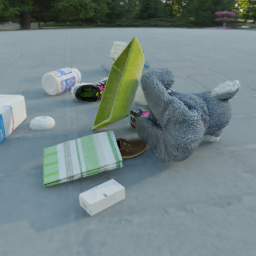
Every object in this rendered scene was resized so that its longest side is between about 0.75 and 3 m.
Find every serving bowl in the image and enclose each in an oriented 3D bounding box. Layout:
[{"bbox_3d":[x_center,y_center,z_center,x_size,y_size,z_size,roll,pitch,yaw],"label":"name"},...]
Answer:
[{"bbox_3d":[-3.320,-0.239,10.832,0.950,0.313,0.950,-1,25,0],"label":"serving bowl"}]

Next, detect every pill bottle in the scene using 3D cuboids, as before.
[{"bbox_3d":[-3.423,-2.531,14.776,1.149,1.149,2.050,13,27,25],"label":"pill bottle"}]

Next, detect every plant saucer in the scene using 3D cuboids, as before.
[{"bbox_3d":[-0.288,-1.287,9.649,0.671,2.802,2.798,20,-11,-15],"label":"plant saucer"}]

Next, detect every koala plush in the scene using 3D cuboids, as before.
[{"bbox_3d":[2.104,-0.368,8.872,2.910,2.580,2.674,-11,39,-23],"label":"koala plush"}]

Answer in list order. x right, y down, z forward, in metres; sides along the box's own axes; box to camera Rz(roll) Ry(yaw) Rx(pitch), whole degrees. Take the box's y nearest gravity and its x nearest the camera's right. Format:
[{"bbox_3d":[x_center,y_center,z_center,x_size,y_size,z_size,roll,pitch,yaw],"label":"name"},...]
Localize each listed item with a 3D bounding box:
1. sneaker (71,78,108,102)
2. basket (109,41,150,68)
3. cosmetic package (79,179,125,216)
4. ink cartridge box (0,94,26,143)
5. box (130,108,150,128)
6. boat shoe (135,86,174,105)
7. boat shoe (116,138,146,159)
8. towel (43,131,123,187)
[{"bbox_3d":[-1.417,-1.751,13.401,2.553,0.942,1.117,-8,27,-8],"label":"sneaker"},{"bbox_3d":[0.060,-4.817,19.185,2.304,1.818,2.613,17,4,31],"label":"basket"},{"bbox_3d":[-0.609,1.642,6.722,1.000,0.370,0.509,-21,32,-35],"label":"cosmetic package"},{"bbox_3d":[-5.070,-0.374,10.238,1.778,1.042,2.461,2,26,4],"label":"ink cartridge box"},{"bbox_3d":[0.727,-0.347,10.673,1.120,0.643,0.740,-10,25,-24],"label":"box"},{"bbox_3d":[1.279,-1.472,12.579,0.768,0.930,2.485,-2,6,-37],"label":"boat shoe"},{"bbox_3d":[-0.172,0.612,8.677,1.703,0.575,0.613,-12,28,-25],"label":"boat shoe"},{"bbox_3d":[-1.314,0.841,7.956,2.157,0.331,1.609,-16,35,-5],"label":"towel"}]
